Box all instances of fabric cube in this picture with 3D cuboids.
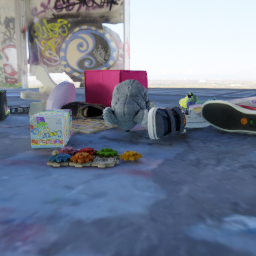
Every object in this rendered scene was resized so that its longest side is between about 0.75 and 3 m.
[{"bbox_3d":[-0.560,-1.788,13.904,2.280,2.236,2.272,8,13,35],"label":"fabric cube"}]

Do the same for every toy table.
[{"bbox_3d":[-3.590,-1.475,12.840,1.547,2.429,2.642,18,5,5],"label":"toy table"}]

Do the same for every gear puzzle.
[{"bbox_3d":[-0.710,0.603,6.353,2.076,0.272,1.075,1,11,4],"label":"gear puzzle"}]

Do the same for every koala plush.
[{"bbox_3d":[-0.022,-0.607,9.620,1.728,1.791,1.949,5,25,8],"label":"koala plush"}]

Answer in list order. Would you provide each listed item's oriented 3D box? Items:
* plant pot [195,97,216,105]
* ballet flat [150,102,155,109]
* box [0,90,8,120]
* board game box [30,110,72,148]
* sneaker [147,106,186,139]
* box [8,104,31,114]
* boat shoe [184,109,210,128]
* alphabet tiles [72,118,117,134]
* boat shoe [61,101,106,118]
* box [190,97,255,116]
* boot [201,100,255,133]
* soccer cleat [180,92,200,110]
[{"bbox_3d":[3.758,-0.980,13.523,0.894,0.913,0.913,-4,8,28],"label":"plant pot"},{"bbox_3d":[0.744,-1.342,16.269,1.595,0.497,0.538,-1,10,-3],"label":"ballet flat"},{"bbox_3d":[-6.451,-0.994,12.255,2.053,1.276,1.525,-4,11,-17],"label":"box"},{"bbox_3d":[-2.183,-0.031,8.174,0.876,0.860,1.670,-1,11,-4],"label":"board game box"},{"bbox_3d":[1.305,-0.226,8.895,0.985,0.973,2.481,-3,8,19],"label":"sneaker"},{"bbox_3d":[-5.780,-1.028,15.062,1.458,0.317,1.168,-8,13,-36],"label":"box"},{"bbox_3d":[2.318,-0.383,10.574,2.019,0.674,0.742,-5,12,-26],"label":"boat shoe"},{"bbox_3d":[-1.716,-0.094,10.624,2.204,0.100,2.637,7,12,33],"label":"alphabet tiles"},{"bbox_3d":[-1.954,-0.807,12.515,2.106,0.784,0.772,-3,7,-9],"label":"boat shoe"},{"bbox_3d":[3.779,-0.734,11.090,2.623,0.507,0.543,-6,49,16],"label":"box"},{"bbox_3d":[4.202,-0.440,10.250,2.750,0.996,1.984,16,16,29],"label":"boot"},{"bbox_3d":[3.554,-1.572,16.043,0.790,1.022,2.443,-1,11,-4],"label":"soccer cleat"}]
